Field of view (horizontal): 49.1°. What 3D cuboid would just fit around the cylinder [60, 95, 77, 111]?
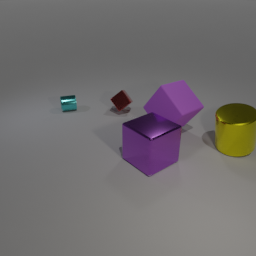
[{"bbox_3d":[-2.794,-1.170,13.144,0.700,0.700,0.700,-8,29,-14],"label":"cylinder"}]

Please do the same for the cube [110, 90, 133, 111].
[{"bbox_3d":[-0.285,-1.265,12.850,0.700,0.700,0.700,-36,2,12],"label":"cube"}]

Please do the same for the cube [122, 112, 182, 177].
[{"bbox_3d":[0.766,0.489,9.343,1.400,1.400,1.400,-21,35,-34],"label":"cube"}]

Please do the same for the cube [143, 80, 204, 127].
[{"bbox_3d":[1.751,-0.813,10.885,1.400,1.400,1.400,-20,69,-40],"label":"cube"}]

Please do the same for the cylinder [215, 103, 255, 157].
[{"bbox_3d":[3.817,0.052,9.928,1.400,1.400,1.400,-8,34,5],"label":"cylinder"}]
